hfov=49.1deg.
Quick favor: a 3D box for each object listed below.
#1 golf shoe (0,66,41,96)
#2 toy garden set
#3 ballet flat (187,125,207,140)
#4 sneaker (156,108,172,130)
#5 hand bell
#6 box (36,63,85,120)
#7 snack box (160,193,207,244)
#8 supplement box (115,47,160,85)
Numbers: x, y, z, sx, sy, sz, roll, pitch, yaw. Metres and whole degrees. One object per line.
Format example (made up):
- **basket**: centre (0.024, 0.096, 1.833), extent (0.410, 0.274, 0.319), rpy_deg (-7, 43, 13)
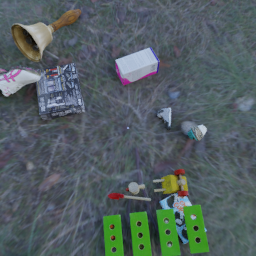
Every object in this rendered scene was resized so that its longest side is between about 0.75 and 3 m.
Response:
- **golf shoe**: centre (-3.553, -1.427, 8.766), extent (1.990, 0.722, 0.916), rpy_deg (0, 85, 24)
- **toy garden set**: centre (0.621, 2.243, 7.279), extent (2.478, 0.495, 2.066), rpy_deg (-8, 66, 4)
- **ballet flat**: centre (1.961, 0.104, 7.859), extent (0.472, 1.252, 0.425), rpy_deg (-30, 84, 4)
- **sneaker**: centre (1.097, -0.273, 8.620), extent (0.461, 0.300, 0.799), rpy_deg (3, 56, 7)
- **hand bell**: centre (-2.595, -3.547, 9.793), extent (1.346, 1.346, 2.585), rpy_deg (34, 58, 14)
- **box**: centre (-2.184, -1.184, 8.924), extent (1.339, 0.422, 1.698), rpy_deg (-13, 66, -6)
- **snack box**: centre (1.451, 2.345, 7.448), extent (0.702, 0.224, 1.209), rpy_deg (-26, 68, -11)
- **supplement box**: centre (0.299, -2.012, 9.178), extent (1.280, 0.648, 0.662), rpy_deg (-23, 68, -10)
